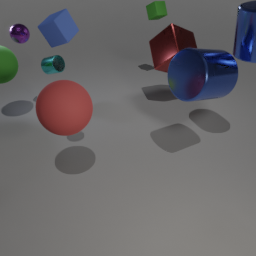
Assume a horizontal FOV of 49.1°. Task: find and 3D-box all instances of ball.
[{"bbox_3d":[-4.831,-2.356,10.419,1.400,1.400,1.400,0,32,0],"label":"ball"},{"bbox_3d":[-1.590,-0.503,7.049,1.400,1.400,1.400,0,32,0],"label":"ball"},{"bbox_3d":[-3.966,-3.456,10.268,0.700,0.700,0.700,0,32,0],"label":"ball"}]

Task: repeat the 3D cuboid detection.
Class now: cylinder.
[{"bbox_3d":[2.069,-1.480,7.799,1.400,1.400,1.400,-10,32,-36],"label":"cylinder"},{"bbox_3d":[3.774,-2.739,7.915,1.400,1.400,1.400,-4,34,3],"label":"cylinder"},{"bbox_3d":[-3.064,-2.580,11.460,0.700,0.700,0.700,-1,27,34],"label":"cylinder"}]

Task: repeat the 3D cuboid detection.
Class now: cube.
[{"bbox_3d":[1.941,-3.256,11.798,1.400,1.400,1.400,4,-21,-39],"label":"cube"},{"bbox_3d":[1.421,-5.817,13.870,0.700,0.700,0.700,-19,11,-35],"label":"cube"},{"bbox_3d":[-1.972,-2.835,7.982,0.700,0.700,0.700,-4,44,33],"label":"cube"}]
